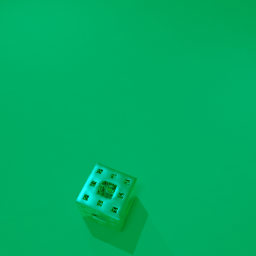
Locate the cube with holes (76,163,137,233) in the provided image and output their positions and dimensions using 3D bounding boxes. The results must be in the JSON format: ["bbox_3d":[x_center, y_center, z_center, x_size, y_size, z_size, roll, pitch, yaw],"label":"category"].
[{"bbox_3d":[-0.420,1.517,6.052,0.945,0.945,0.945,19,57,13],"label":"cube with holes"}]
